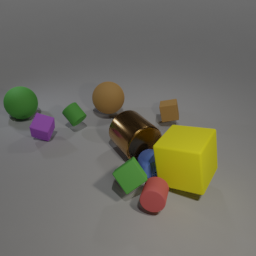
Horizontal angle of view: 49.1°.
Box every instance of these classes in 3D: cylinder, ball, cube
[{"bbox_3d":[0.744,1.154,9.053,0.700,0.700,0.700,-8,32,-13],"label":"cylinder"},{"bbox_3d":[0.240,0.277,9.814,1.400,1.400,1.400,-16,34,-25],"label":"cylinder"},{"bbox_3d":[-4.613,-1.089,12.081,1.400,1.400,1.400,0,31,0],"label":"ball"},{"bbox_3d":[-2.132,-0.543,11.144,0.700,0.700,0.700,50,46,5],"label":"cylinder"},{"bbox_3d":[1.730,0.872,8.240,1.400,1.400,1.400,7,30,32],"label":"cube"},{"bbox_3d":[1.710,-0.729,11.573,0.700,0.700,0.700,-8,23,14],"label":"cube"},{"bbox_3d":[-0.850,-1.311,12.155,1.400,1.400,1.400,0,31,0],"label":"ball"},{"bbox_3d":[0.726,1.804,7.640,0.700,0.700,0.700,8,24,13],"label":"cylinder"},{"bbox_3d":[-3.235,-0.028,10.627,0.700,0.700,0.700,16,57,-2],"label":"cube"},{"bbox_3d":[0.067,1.315,7.860,0.700,0.700,0.700,-36,-2,3],"label":"cube"}]
